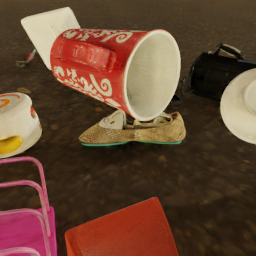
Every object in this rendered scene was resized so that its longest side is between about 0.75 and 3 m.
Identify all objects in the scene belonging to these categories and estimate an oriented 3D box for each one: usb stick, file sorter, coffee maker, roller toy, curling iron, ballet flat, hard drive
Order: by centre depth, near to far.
[{"bbox_3d":[-2.086,1.886,4.178,1.838,1.659,2.645,-8,33,-13],"label":"file sorter"},{"bbox_3d":[-3.268,-0.050,7.526,1.890,1.321,1.724,7,34,29],"label":"roller toy"},{"bbox_3d":[0.114,-0.074,7.835,2.989,0.976,1.054,-3,19,-6],"label":"ballet flat"},{"bbox_3d":[-2.005,-2.409,8.018,0.348,1.748,2.650,-42,35,-24],"label":"hard drive"},{"bbox_3d":[3.578,-1.506,9.768,2.646,1.782,2.541,20,58,31],"label":"coffee maker"},{"bbox_3d":[1.499,-1.242,10.393,0.462,0.272,1.668,-13,35,-10],"label":"usb stick"},{"bbox_3d":[-5.027,-3.613,14.067,0.612,0.315,2.469,-1,33,0],"label":"curling iron"}]

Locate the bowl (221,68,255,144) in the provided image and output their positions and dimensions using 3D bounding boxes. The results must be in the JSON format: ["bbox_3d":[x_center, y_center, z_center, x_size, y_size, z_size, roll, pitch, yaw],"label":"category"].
[{"bbox_3d":[2.646,-0.527,5.451,1.642,1.642,0.738,16,-4,23],"label":"bowl"}]

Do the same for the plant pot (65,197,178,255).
[{"bbox_3d":[0.021,2.144,4.112,1.471,1.472,1.297,-15,47,-22],"label":"plant pot"}]

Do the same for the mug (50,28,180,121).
[{"bbox_3d":[-0.453,-1.296,5.131,2.238,1.987,1.493,23,73,39],"label":"mug"}]
